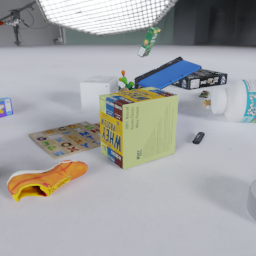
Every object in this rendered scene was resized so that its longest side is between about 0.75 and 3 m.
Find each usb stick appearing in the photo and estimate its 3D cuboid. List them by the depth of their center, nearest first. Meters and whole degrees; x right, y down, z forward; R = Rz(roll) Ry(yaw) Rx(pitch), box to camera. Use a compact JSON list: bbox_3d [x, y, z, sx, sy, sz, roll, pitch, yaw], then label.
[{"bbox_3d":[2.171,0.304,8.584,0.231,0.136,0.834,10,23,24],"label":"usb stick"}]

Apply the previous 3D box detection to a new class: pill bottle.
[{"bbox_3d":[4.451,-0.949,9.941,2.752,1.525,1.525,1,21,3],"label":"pill bottle"}]

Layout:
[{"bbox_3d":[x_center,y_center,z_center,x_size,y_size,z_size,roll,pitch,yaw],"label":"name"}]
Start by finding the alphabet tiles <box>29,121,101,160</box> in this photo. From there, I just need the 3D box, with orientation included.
[{"bbox_3d":[-1.547,0.248,8.800,2.489,0.094,2.081,-15,25,-34],"label":"alphabet tiles"}]

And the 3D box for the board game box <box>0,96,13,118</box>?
[{"bbox_3d":[-6.225,-0.873,10.937,2.952,0.661,1.984,15,26,35],"label":"board game box"}]

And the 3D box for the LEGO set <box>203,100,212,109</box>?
[{"bbox_3d":[4.433,-1.263,11.571,2.512,0.935,1.156,9,22,22],"label":"LEGO set"}]

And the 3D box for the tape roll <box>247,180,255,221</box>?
[{"bbox_3d":[2.956,1.423,5.211,1.346,0.445,1.346,1,21,0],"label":"tape roll"}]

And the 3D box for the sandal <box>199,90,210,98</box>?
[{"bbox_3d":[3.699,-1.680,13.541,0.444,0.319,1.119,8,22,21],"label":"sandal"}]

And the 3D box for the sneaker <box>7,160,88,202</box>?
[{"bbox_3d":[-1.620,1.152,5.965,1.720,0.628,0.663,-15,50,-30],"label":"sneaker"}]

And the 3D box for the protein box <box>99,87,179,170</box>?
[{"bbox_3d":[0.268,-0.070,7.369,1.703,1.690,1.149,-13,25,-31],"label":"protein box"}]

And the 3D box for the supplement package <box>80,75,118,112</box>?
[{"bbox_3d":[-1.134,-1.447,11.645,1.208,1.216,1.603,4,21,9],"label":"supplement package"}]

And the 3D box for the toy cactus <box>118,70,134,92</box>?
[{"bbox_3d":[-0.001,-1.944,13.506,2.231,1.141,1.841,14,33,13],"label":"toy cactus"}]

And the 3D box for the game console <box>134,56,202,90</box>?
[{"bbox_3d":[1.320,-1.557,9.779,1.992,1.700,1.179,-27,65,-14],"label":"game console"}]

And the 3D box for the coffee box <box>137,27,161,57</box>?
[{"bbox_3d":[0.904,-3.706,12.092,0.284,1.290,0.793,33,29,11],"label":"coffee box"}]

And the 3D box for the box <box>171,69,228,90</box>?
[{"bbox_3d":[3.860,-2.914,16.313,2.952,0.643,2.365,-12,24,-29],"label":"box"}]
